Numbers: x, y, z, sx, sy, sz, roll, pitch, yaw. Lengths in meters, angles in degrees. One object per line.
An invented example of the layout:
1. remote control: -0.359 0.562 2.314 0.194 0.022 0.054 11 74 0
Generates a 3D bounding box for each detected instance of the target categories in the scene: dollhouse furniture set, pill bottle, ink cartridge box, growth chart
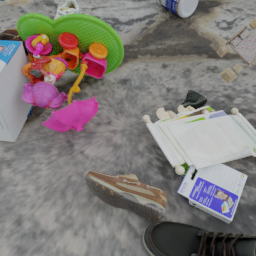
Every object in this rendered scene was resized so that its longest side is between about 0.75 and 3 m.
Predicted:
1. dollhouse furniture set: 2.806 -1.924 6.582 1.650 0.730 0.855 -40 82 8
2. pill bottle: 1.854 -5.262 11.268 1.031 1.031 1.782 -30 55 -23
3. ink cartridge box: 1.821 1.249 6.072 1.209 0.262 1.198 27 56 15
4. growth chart: 1.949 0.149 6.858 2.888 0.256 2.090 -7 48 -16
5. ink cartridge box: -3.945 -0.988 7.020 2.521 1.823 1.856 5 49 5

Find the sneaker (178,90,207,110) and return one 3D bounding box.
1. sneaker: 1.683 -0.741 7.797 0.966 0.369 0.553 -25 52 -24

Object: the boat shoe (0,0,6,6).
1. boat shoe: -3.927 -3.331 6.023 2.936 0.935 1.038 -24 93 -47

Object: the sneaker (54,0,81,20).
1. sneaker: -2.324 -3.755 10.029 0.883 0.933 2.309 7 50 4

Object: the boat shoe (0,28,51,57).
1. boat shoe: -3.408 -2.714 9.242 2.101 0.740 0.739 16 48 13

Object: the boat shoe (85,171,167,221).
1. boat shoe: -0.027 1.303 5.869 1.801 0.682 0.646 23 49 7

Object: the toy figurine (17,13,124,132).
1. toy figurine: -1.692 -1.241 7.085 2.955 2.218 2.720 17 57 -16

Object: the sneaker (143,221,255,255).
1. sneaker: 1.476 2.016 4.756 2.477 1.316 0.926 16 51 13

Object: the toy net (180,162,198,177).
1. toy net: 1.385 0.613 6.684 0.684 0.252 1.304 -7 49 -6
